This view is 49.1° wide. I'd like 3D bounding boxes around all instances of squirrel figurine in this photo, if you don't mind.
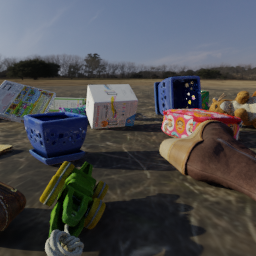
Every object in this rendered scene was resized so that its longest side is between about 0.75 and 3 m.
[{"bbox_3d":[4.437,-0.631,10.945,2.272,1.722,2.434,-6,-7,28],"label":"squirrel figurine"}]

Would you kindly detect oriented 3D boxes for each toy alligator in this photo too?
[{"bbox_3d":[-0.787,1.077,3.710,0.818,0.593,2.469,32,9,-5],"label":"toy alligator"}]

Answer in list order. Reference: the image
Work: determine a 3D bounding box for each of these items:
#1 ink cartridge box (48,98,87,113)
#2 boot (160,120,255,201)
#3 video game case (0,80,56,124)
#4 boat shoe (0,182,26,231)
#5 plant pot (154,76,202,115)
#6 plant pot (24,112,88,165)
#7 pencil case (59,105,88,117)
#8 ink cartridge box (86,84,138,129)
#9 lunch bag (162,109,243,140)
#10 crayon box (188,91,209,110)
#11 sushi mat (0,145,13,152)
[{"bbox_3d":[-2.621,-1.099,14.053,2.511,0.745,1.304,1,0,5],"label":"ink cartridge box"},{"bbox_3d":[2.223,0.639,5.860,2.670,0.966,2.221,-11,25,-43],"label":"boot"},{"bbox_3d":[-4.487,-1.082,11.801,2.323,0.292,2.553,14,33,-8],"label":"video game case"},{"bbox_3d":[-2.451,0.971,3.978,2.123,0.747,0.747,12,20,20],"label":"boat shoe"},{"bbox_3d":[2.375,-1.527,13.998,1.933,1.932,1.737,-7,5,-30],"label":"plant pot"},{"bbox_3d":[-1.741,0.229,6.824,1.207,1.085,1.207,-9,13,-39],"label":"plant pot"},{"bbox_3d":[-2.277,-0.645,11.885,1.276,0.590,0.543,-9,-10,-42],"label":"pencil case"},{"bbox_3d":[-0.673,-0.851,10.862,1.711,1.259,1.237,-5,40,-18],"label":"ink cartridge box"},{"bbox_3d":[2.442,-0.093,9.149,2.032,0.945,2.307,0,11,-27],"label":"lunch bag"},{"bbox_3d":[4.243,-1.761,17.141,0.527,1.075,1.810,-3,12,-16],"label":"crayon box"},{"bbox_3d":[-4.275,0.572,7.552,2.141,0.130,1.025,4,12,20],"label":"sushi mat"}]
